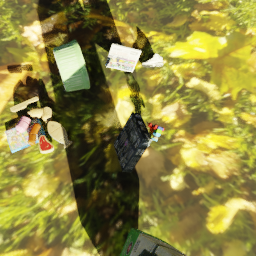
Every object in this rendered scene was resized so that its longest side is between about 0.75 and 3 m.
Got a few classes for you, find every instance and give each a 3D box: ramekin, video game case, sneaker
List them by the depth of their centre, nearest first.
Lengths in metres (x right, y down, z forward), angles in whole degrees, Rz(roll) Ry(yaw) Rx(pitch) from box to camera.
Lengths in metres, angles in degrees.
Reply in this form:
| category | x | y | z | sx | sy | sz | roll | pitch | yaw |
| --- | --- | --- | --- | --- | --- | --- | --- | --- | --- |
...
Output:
| category | x | y | z | sx | sy | sz | roll | pitch | yaw |
| --- | --- | --- | --- | --- | --- | --- | --- | --- | --- |
| video game case | -3.167 | 0.213 | 8.691 | 1.098 | 0.098 | 0.786 | -23 | 63 | -13 |
| ramekin | -1.769 | -1.880 | 8.712 | 0.755 | 1.545 | 1.545 | -18 | 62 | -10 |
| video game case | -0.179 | -2.355 | 9.482 | 1.009 | 0.920 | 0.116 | 8 | 51 | -16 |
| sneaker | 0.857 | -2.405 | 9.968 | 0.779 | 0.294 | 0.448 | -2 | 85 | 3 |

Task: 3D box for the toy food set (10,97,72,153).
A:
| category | x | y | z | sx | sy | sz | roll | pitch | yaw |
| --- | --- | --- | --- | --- | --- | --- | --- | --- | --- |
| toy food set | -2.748 | 0.022 | 8.654 | 1.272 | 0.315 | 2.001 | -29 | 71 | -23 |

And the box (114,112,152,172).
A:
| category | x | y | z | sx | sy | sz | roll | pitch | yaw |
| --- | --- | --- | --- | --- | --- | --- | --- | --- | --- |
| box | 0.091 | 0.388 | 7.563 | 0.282 | 1.297 | 1.039 | 8 | 39 | -29 |

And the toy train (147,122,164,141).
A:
| category | x | y | z | sx | sy | sz | roll | pitch | yaw |
| --- | --- | --- | --- | --- | --- | --- | --- | --- | --- |
| toy train | 0.706 | 0.098 | 8.511 | 0.344 | 0.814 | 0.471 | 21 | 90 | -32 |

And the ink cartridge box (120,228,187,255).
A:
| category | x | y | z | sx | sy | sz | roll | pitch | yaw |
| --- | --- | --- | --- | --- | --- | --- | --- | --- | --- |
| ink cartridge box | 0.518 | 3.193 | 5.302 | 1.062 | 2.557 | 1.874 | 29 | 74 | -12 |
